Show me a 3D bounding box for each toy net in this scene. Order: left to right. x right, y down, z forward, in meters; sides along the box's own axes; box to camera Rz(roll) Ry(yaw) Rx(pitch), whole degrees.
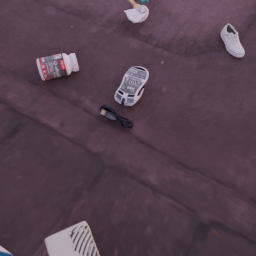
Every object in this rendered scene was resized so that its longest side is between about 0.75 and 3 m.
[{"bbox_3d":[0.606,-4.966,11.253,1.383,0.509,2.636,8,61,2],"label":"toy net"}]

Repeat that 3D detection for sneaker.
[{"bbox_3d":[3.772,-3.170,10.102,0.530,0.514,1.451,-15,60,-9],"label":"sneaker"}]

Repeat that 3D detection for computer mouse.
[{"bbox_3d":[0.034,-1.026,8.851,1.177,0.471,2.147,22,67,18],"label":"computer mouse"}]

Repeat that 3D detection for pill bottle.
[{"bbox_3d":[-2.321,-2.068,9.308,1.251,0.725,0.725,-15,60,-10],"label":"pill bottle"}]

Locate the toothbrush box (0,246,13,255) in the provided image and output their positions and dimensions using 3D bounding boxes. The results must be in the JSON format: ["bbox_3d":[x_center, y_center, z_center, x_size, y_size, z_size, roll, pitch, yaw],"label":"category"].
[{"bbox_3d":[-3.906,3.213,5.947,1.584,0.923,2.164,27,62,15],"label":"toothbrush box"}]

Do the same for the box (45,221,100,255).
[{"bbox_3d":[-0.763,3.465,5.688,0.954,1.147,2.791,-22,62,-13],"label":"box"}]
